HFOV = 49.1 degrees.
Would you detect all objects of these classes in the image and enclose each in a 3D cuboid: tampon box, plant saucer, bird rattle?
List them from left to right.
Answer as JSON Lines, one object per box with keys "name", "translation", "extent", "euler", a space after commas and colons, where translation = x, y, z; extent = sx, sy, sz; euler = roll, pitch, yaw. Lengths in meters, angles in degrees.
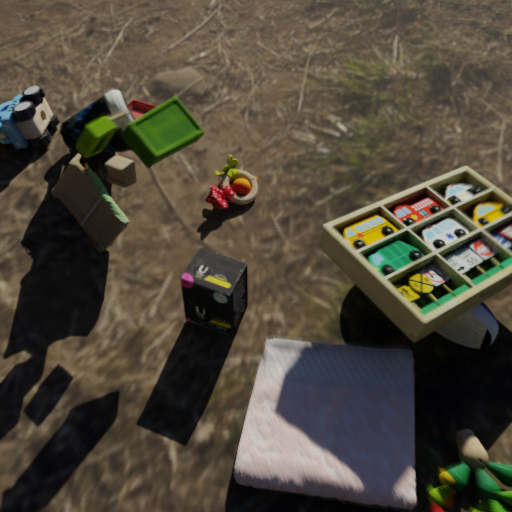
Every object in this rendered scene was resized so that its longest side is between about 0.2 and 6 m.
{"name": "plant saucer", "translation": [-2.838, -3.289, 13.709], "extent": [1.207, 0.222, 1.209], "euler": [20, 52, 17]}
{"name": "tampon box", "translation": [-0.703, 0.638, 9.683], "extent": [0.914, 1.220, 0.770], "euler": [18, 51, 15]}
{"name": "bird rattle", "translation": [-0.466, -1.488, 11.932], "extent": [1.034, 0.714, 1.268], "euler": [15, 52, -8]}

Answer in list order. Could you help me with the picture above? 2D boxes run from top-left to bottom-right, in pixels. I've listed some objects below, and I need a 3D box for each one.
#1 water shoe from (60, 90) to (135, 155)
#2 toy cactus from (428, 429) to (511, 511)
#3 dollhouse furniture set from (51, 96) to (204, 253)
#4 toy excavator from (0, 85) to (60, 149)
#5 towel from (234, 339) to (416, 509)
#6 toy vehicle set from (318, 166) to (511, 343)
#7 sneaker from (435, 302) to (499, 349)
{"name": "water shoe", "translation": [-3.344, -2.553, 11.775], "extent": [1.320, 1.196, 3.346], "euler": [-30, 15, -17]}
{"name": "toy cactus", "translation": [3.194, 3.119, 7.950], "extent": [1.727, 0.883, 1.425], "euler": [-11, 40, 2]}
{"name": "dollhouse furniture set", "translation": [-2.411, -1.568, 10.314], "extent": [1.630, 3.261, 1.259], "euler": [50, 47, -4]}
{"name": "toy excavator", "translation": [-5.907, -2.923, 13.036], "extent": [2.041, 1.020, 1.985], "euler": [-6, 47, 12]}
{"name": "towel", "translation": [1.123, 2.405, 8.497], "extent": [2.535, 0.409, 2.422], "euler": [3, 51, 14]}
{"name": "toy vehicle set", "translation": [3.158, -0.222, 9.430], "extent": [3.697, 0.490, 2.297], "euler": [-23, 54, -29]}
{"name": "sneaker", "translation": [3.487, 0.114, 10.146], "extent": [2.144, 1.179, 2.928], "euler": [-35, 54, -25]}
